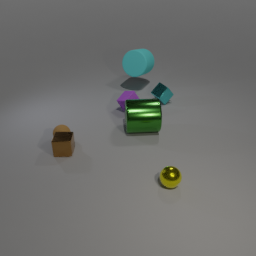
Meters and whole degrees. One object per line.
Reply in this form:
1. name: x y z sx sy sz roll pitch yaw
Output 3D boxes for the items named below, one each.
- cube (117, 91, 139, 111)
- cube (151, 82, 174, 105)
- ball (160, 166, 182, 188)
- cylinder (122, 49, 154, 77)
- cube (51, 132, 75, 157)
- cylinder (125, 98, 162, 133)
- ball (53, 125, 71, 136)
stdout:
1. cube: 0.040 -1.270 13.226 0.700 0.700 0.700 8 52 48
2. cube: 1.719 -1.730 14.069 0.700 0.700 0.700 -50 49 2
3. ball: 1.355 1.554 8.895 0.700 0.700 0.700 0 31 0
4. cylinder: 0.580 -3.560 15.237 1.400 1.400 1.400 12 22 19
5. cube: -2.406 0.607 10.471 0.700 0.700 0.700 0 30 -1
6. cylinder: 0.598 -0.506 11.642 1.400 1.400 1.400 -2 31 -4
7. ball: -2.624 0.211 11.115 0.700 0.700 0.700 0 31 0
